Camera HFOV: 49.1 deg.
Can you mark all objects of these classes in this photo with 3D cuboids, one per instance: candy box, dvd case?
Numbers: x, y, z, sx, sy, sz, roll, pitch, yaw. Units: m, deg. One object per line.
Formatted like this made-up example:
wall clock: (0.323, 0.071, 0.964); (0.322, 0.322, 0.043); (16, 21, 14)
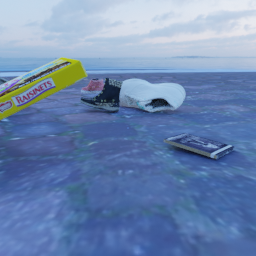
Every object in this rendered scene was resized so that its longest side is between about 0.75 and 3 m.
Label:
candy box: (-2.306, -0.529, 5.158); (2.962, 0.391, 1.514); (-30, 24, -16)
dvd case: (1.476, 0.345, 5.826); (1.192, 0.095, 0.887); (17, 18, 38)

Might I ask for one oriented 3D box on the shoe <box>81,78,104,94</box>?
shoe: (-1.443, -1.711, 11.320); (1.239, 0.564, 0.443); (7, 25, 36)

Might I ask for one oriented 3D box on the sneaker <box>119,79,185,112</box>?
sneaker: (0.524, -1.046, 10.017); (2.847, 1.071, 1.260); (2, 37, 26)

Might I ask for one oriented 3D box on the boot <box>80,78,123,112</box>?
boot: (-0.904, -1.220, 9.775); (1.455, 1.099, 0.525); (13, 8, 12)

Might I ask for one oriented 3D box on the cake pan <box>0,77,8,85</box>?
cake pan: (-4.778, -1.374, 9.700); (2.774, 0.509, 2.774); (17, -10, 3)
